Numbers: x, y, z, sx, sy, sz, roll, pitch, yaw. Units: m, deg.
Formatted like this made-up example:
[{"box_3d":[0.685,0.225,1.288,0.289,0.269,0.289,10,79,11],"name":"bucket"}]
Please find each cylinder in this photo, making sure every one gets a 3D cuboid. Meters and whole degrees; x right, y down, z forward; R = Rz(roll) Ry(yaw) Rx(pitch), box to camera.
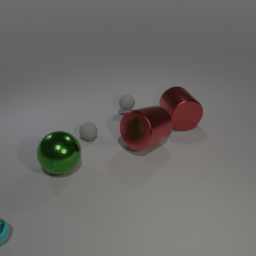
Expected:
[{"box_3d":[2.162,-0.816,11.576,1.400,1.400,1.400,-7,33,-12],"name":"cylinder"},{"box_3d":[0.658,-0.036,10.058,1.400,1.400,1.400,25,26,34],"name":"cylinder"}]

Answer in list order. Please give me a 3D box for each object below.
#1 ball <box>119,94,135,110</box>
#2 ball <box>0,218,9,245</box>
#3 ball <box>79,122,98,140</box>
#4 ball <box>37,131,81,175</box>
[{"box_3d":[-0.043,-1.114,12.187,0.700,0.700,0.700,0,32,0],"name":"ball"},{"box_3d":[-3.295,2.548,6.872,0.700,0.700,0.700,0,32,0],"name":"ball"},{"box_3d":[-1.517,0.125,10.749,0.700,0.700,0.700,0,32,0],"name":"ball"},{"box_3d":[-2.211,0.791,9.032,1.400,1.400,1.400,0,32,0],"name":"ball"}]
